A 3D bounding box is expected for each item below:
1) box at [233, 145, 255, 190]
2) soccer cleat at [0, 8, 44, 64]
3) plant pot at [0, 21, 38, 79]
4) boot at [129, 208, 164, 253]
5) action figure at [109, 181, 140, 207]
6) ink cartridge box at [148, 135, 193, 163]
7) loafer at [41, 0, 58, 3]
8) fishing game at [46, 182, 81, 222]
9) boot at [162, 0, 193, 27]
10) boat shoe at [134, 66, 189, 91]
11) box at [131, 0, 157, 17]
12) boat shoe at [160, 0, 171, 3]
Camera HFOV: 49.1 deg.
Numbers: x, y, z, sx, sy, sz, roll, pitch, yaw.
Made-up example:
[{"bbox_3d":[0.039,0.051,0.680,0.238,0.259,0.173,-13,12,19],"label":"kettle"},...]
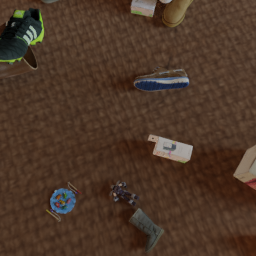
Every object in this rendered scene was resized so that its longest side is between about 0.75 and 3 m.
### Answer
[{"bbox_3d":[5.087,1.681,9.549,2.281,1.458,1.243,32,78,9],"label":"box"},{"bbox_3d":[-3.172,-2.690,7.955,0.945,1.135,2.800,9,35,1],"label":"soccer cleat"},{"bbox_3d":[-4.916,-2.679,10.718,2.085,1.949,1.949,-26,76,4],"label":"plant pot"},{"bbox_3d":[0.514,3.503,9.584,1.161,0.421,1.056,37,63,3],"label":"boot"},{"bbox_3d":[-0.170,2.343,9.949,1.129,0.392,0.735,30,83,12],"label":"action figure"},{"bbox_3d":[1.435,0.763,10.097,1.559,0.913,0.525,16,75,4],"label":"ink cartridge box"},{"bbox_3d":[-2.647,-6.297,12.088,2.661,0.927,1.001,-30,76,-8],"label":"loafer"},{"bbox_3d":[-2.323,2.584,9.968,0.906,0.197,1.265,40,78,7],"label":"fishing game"},{"bbox_3d":[2.224,-5.703,10.965,0.913,2.761,2.418,28,76,7],"label":"boot"},{"bbox_3d":[1.267,-1.951,11.008,2.170,0.784,0.785,-2,69,-11],"label":"boat shoe"},{"bbox_3d":[0.693,-5.366,12.060,0.986,0.477,0.870,12,75,3],"label":"box"},{"bbox_3d":[1.424,-6.297,12.123,0.919,0.839,2.554,-9,70,-8],"label":"boat shoe"}]
